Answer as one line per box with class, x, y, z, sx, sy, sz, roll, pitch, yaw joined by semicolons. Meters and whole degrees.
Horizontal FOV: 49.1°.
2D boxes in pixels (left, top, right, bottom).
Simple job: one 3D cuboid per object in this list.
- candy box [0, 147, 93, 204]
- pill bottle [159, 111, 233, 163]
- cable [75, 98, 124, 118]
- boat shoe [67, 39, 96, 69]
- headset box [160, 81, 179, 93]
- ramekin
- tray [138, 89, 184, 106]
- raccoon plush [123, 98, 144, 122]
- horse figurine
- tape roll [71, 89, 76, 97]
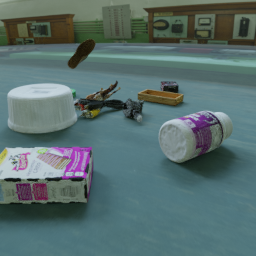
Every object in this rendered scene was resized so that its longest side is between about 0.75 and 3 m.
candy box;-2.275;1.201;7.526;2.551;0.778;1.740;-1;22;-2
pill bottle;2.336;0.180;9.319;2.455;1.378;1.378;-15;26;-35
cable;-1.399;-1.032;13.544;1.276;0.661;2.628;34;29;32
boat shoe;-1.943;-3.140;11.838;0.552;1.529;0.550;41;14;-10
headset box;2.555;-2.513;17.239;0.954;0.481;1.283;0;22;-1
ramekin;-3.709;-0.955;12.071;2.930;1.428;2.930;0;22;0
tray;1.766;-1.682;15.283;2.240;0.415;1.105;12;25;30
raccoon plush;0.493;-0.708;12.842;1.107;0.799;1.652;0;44;-35
horse figurine;-1.485;-1.704;14.526;1.732;0.652;2.614;-26;4;45
tape roll;-3.680;-1.984;16.154;1.310;0.315;1.310;1;22;0
